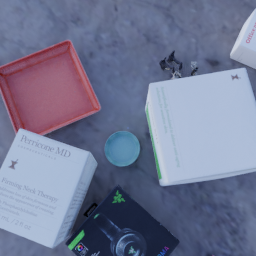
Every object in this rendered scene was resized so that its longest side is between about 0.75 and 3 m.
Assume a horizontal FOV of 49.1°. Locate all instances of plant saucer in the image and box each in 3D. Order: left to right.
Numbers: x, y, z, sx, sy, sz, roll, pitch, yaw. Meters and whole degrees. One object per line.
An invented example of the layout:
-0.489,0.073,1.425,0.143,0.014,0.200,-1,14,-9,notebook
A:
-2.611,-1.181,9.160,2.746,0.505,2.751,-24,77,-5,plant saucer
-0.168,0.660,8.806,1.118,0.201,1.118,-2,76,10,plant saucer

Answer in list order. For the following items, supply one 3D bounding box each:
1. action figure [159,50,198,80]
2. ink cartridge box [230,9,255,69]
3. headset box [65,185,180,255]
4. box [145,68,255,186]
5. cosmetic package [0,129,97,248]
1.771,-1.749,9.144,0.971,0.833,1.633,-36,77,-19,action figure
4.787,-2.726,9.322,2.145,0.921,1.570,26,78,5,ink cartridge box
-0.208,3.050,7.812,2.414,1.120,2.102,42,80,9,headset box
2.022,0.132,7.905,2.677,2.293,2.664,-9,77,-2,box
-2.254,1.617,7.702,2.010,1.998,2.402,19,76,5,cosmetic package
